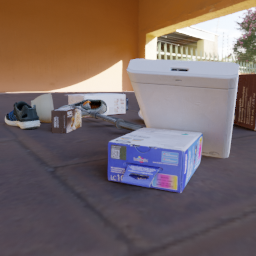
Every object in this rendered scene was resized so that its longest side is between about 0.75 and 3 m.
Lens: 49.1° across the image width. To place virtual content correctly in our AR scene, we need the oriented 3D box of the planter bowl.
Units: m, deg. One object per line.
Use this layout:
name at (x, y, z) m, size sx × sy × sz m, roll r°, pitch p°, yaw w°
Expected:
planter bowl at (-3.749, -0.829, 12.236) m, size 0.882 × 1.310 × 1.310 m, roll -8°, pitch 12°, yaw -19°

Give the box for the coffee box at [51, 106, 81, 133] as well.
coffee box at (-2.288, -0.343, 10.559) m, size 0.591 × 0.849 × 1.484 m, roll 2°, pitch 9°, yaw 11°

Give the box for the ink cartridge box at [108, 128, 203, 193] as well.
ink cartridge box at (0.533, 0.551, 5.398) m, size 1.415 × 0.792 × 2.074 m, roll 5°, pitch 9°, yaw 24°

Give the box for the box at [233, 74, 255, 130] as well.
box at (5.458, -1.127, 11.357) m, size 2.087 × 2.109 × 2.542 m, roll -1°, pitch 10°, yaw -8°

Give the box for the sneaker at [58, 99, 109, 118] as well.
sneaker at (-2.037, -0.836, 12.025) m, size 2.364 × 0.874 × 0.937 m, roll -10°, pitch -25°, yaw 0°

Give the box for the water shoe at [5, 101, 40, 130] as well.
water shoe at (-4.310, -0.603, 11.504) m, size 0.940 × 1.038 × 2.630 m, roll -9°, pitch 13°, yaw -42°

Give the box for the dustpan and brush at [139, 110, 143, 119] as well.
dustpan and brush at (1.189, -0.379, 11.804) m, size 1.727 × 0.708 × 2.474 m, roll 13°, pitch 5°, yaw 7°

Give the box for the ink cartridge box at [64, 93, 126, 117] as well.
ink cartridge box at (-1.854, -1.341, 15.586) m, size 2.673 × 1.121 × 2.347 m, roll -7°, pitch 12°, yaw -38°

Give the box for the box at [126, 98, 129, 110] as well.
box at (-0.691, -1.554, 17.922) m, size 1.279 × 0.794 × 1.289 m, roll -3°, pitch 10°, yaw -10°

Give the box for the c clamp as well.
c clamp at (-0.553, -0.245, 10.254) m, size 2.187 × 0.347 × 2.560 m, roll 16°, pitch 2°, yaw -44°

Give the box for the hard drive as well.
hard drive at (1.226, -0.270, 5.944) m, size 1.902 × 0.385 × 2.883 m, roll 7°, pitch -29°, yaw 21°
